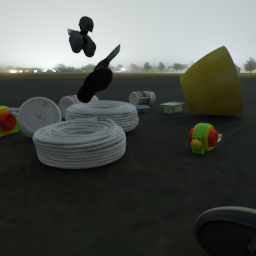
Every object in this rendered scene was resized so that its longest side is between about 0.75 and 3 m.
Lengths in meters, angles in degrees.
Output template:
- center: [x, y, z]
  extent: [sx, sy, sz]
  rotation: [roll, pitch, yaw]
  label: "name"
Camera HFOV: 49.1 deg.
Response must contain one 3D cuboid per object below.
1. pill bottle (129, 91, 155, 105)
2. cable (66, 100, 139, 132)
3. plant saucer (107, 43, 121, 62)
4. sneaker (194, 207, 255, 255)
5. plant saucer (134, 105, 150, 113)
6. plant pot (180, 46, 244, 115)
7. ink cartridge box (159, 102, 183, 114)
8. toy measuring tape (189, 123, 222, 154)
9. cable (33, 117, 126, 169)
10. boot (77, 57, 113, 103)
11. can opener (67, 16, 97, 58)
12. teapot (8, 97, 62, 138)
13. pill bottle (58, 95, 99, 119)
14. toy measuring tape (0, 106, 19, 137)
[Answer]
- center: [0.802, -1.614, 15.315]
  extent: [1.368, 0.792, 0.792]
  rotation: [-9, 15, -38]
  label: "pill bottle"
- center: [-0.848, -0.374, 9.412]
  extent: [2.451, 0.849, 2.452]
  rotation: [-8, 14, -32]
  label: "cable"
- center: [-0.467, -2.094, 8.154]
  extent: [0.861, 0.166, 0.861]
  rotation: [-44, 9, 9]
  label: "plant saucer"
- center: [1.236, 1.240, 2.446]
  extent: [1.688, 0.631, 0.896]
  rotation: [12, 14, 38]
  label: "sneaker"
- center: [0.396, -0.898, 13.297]
  extent: [1.281, 0.247, 1.281]
  rotation: [-1, 12, 0]
  label: "plant saucer"
- center: [3.478, -1.774, 12.214]
  extent: [2.118, 2.984, 2.984]
  rotation: [-16, 9, 13]
  label: "plant pot"
- center: [2.098, -0.961, 13.197]
  extent: [0.706, 0.403, 1.360]
  rotation: [8, 14, 32]
  label: "ink cartridge box"
- center: [2.124, 0.155, 7.393]
  extent: [0.736, 0.736, 2.002]
  rotation: [8, 15, 34]
  label: "toy measuring tape"
- center: [-1.107, 0.316, 6.563]
  extent: [2.120, 0.734, 2.120]
  rotation: [-5, 15, -21]
  label: "cable"
- center: [-0.683, -1.293, 6.602]
  extent: [1.371, 0.475, 1.193]
  rotation: [-33, 28, 44]
  label: "boot"
- center: [-1.433, -2.989, 8.773]
  extent: [0.766, 0.960, 2.871]
  rotation: [14, 21, -21]
  label: "can opener"
- center: [-2.660, -0.240, 8.328]
  extent: [1.312, 1.329, 0.971]
  rotation: [-27, -2, -24]
  label: "teapot"
- center: [-1.991, -0.916, 11.711]
  extent: [0.950, 0.950, 1.677]
  rotation: [7, 14, 30]
  label: "pill bottle"
- center: [-4.128, -0.133, 8.133]
  extent: [0.981, 0.981, 2.665]
  rotation: [5, 13, 23]
  label: "toy measuring tape"
